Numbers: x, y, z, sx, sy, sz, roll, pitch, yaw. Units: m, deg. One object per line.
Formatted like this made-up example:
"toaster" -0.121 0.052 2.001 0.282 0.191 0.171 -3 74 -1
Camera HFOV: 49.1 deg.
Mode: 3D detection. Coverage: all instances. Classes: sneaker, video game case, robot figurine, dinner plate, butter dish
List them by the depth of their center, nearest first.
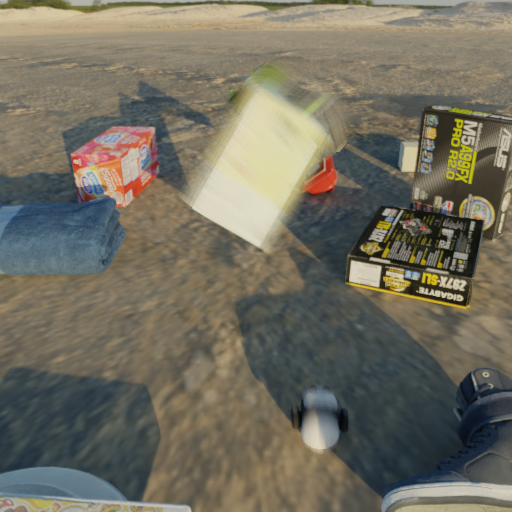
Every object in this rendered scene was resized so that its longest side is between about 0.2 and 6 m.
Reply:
"video game case" -1.370 2.347 3.906 1.622 0.186 1.476 2 27 2
"dinner plate" -1.953 2.399 4.273 2.160 0.262 2.160 1 27 -1
"sneaker" 1.832 1.695 4.924 1.970 0.749 1.423 3 36 -15
"robot figurine" 0.630 1.603 5.569 0.465 0.387 0.620 -28 35 26
"sneaker" 0.479 -2.443 10.130 1.161 1.006 2.804 -38 49 -7
"butter dish" 1.394 -1.568 11.715 0.841 0.622 0.839 -33 28 26

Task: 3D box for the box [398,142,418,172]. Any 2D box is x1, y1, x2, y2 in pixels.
"box" 4.157 -2.305 13.100 1.537 0.632 0.526 3 27 4

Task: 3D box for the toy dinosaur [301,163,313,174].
"toy dinosaur" 0.537 -1.917 12.660 1.650 0.498 0.876 1 5 -15

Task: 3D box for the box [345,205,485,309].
"box" 2.570 -0.089 8.828 1.779 0.550 2.229 9 28 21

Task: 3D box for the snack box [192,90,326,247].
"snack box" 0.034 -1.206 7.824 1.090 1.877 0.348 30 5 -3

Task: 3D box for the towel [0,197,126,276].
"towel" -3.838 -0.314 9.003 3.175 0.771 1.773 0 28 -1

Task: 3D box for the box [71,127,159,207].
"box" -2.900 -1.937 11.829 1.053 1.099 2.205 4 28 8

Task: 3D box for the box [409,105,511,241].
"box" 3.648 -1.486 9.859 1.670 2.085 0.461 24 36 38
